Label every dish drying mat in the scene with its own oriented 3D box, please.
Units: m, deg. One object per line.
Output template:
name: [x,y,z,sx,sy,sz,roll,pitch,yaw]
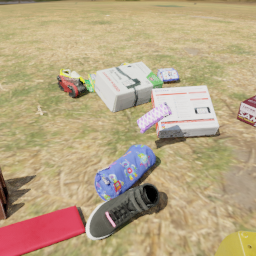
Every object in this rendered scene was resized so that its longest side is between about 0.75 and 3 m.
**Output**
dish drying mat: [-2.296,2.561,6.746,2.379,0.216,0.914,-12,34,-21]

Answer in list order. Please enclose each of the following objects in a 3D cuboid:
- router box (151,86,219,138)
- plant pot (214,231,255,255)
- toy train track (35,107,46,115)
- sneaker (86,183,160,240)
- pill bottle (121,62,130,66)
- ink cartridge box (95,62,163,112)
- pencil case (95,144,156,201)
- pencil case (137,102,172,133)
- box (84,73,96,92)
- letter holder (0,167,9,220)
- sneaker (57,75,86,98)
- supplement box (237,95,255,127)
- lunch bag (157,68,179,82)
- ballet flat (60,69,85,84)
router box: [2.103,-0.644,10.653,2.200,0.537,1.975,-3,57,-3]
plant pot: [2.462,2.715,5.484,1.210,1.238,1.203,3,31,6]
toy train track: [-3.885,-0.791,12.381,0.470,0.133,0.820,-13,33,-21]
sneaker: [-0.062,1.938,6.837,2.081,1.032,0.736,-26,81,-39]
pill bottle: [0.089,-2.943,14.986,0.784,0.784,1.399,-10,33,-16]
ink cartridge box: [0.003,-1.953,12.973,2.582,1.072,1.892,-20,53,-28]
pencil case: [-0.085,1.236,8.251,2.171,0.943,0.847,-34,2,-44]
pencil case: [0.817,-0.312,8.503,1.137,0.477,0.486,-35,47,20]
box: [-1.263,-2.444,14.570,1.890,0.457,1.109,-13,50,-16]
letter holder: [-4.171,1.699,7.058,1.899,1.349,0.955,-8,32,-14]
sneaker: [-2.846,-2.191,14.127,1.010,0.731,2.068,-22,40,-31]
supplement box: [6.071,-0.853,11.776,2.780,0.847,1.513,-21,38,-32]
lunch bag: [2.179,-2.861,15.285,0.924,0.673,1.087,-8,33,-8]
ballet flat: [-3.093,-2.858,15.356,1.786,0.599,0.597,22,35,32]
